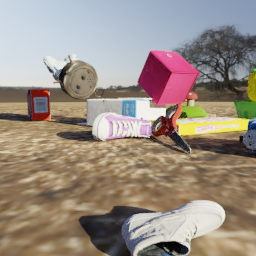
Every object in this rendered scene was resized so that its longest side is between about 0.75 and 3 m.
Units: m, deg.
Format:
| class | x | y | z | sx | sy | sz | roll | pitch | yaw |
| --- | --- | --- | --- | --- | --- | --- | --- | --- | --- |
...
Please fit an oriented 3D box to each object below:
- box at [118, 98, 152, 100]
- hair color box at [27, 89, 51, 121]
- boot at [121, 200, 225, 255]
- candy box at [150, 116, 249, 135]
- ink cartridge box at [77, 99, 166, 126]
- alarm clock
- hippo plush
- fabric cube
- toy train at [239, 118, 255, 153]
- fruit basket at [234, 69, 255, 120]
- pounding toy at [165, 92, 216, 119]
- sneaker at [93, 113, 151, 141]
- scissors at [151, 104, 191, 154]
| class | x | y | z | sx | sy | sz | roll | pitch | yaw |
| --- | --- | --- | --- | --- | --- | --- | --- | --- | --- |
| box | 0.424 | -1.359 | 17.000 | 1.734 | 0.922 | 1.320 | 3 | 8 | 27 |
| hair color box | -4.231 | -1.118 | 13.125 | 0.828 | 1.372 | 2.704 | -4 | 7 | -22 |
| boot | 0.384 | 0.770 | 2.009 | 0.821 | 0.302 | 0.392 | -9 | 15 | -10 |
| candy box | 2.270 | -0.102 | 8.746 | 2.895 | 0.382 | 1.480 | -4 | 10 | -29 |
| ink cartridge box | -0.315 | -0.547 | 9.919 | 2.876 | 0.959 | 1.666 | 6 | 8 | 40 |
| alarm clock | -1.529 | -1.574 | 9.729 | 1.904 | 1.284 | 0.634 | 27 | 4 | -44 |
| hippo plush | -2.358 | -2.333 | 10.182 | 1.084 | 1.074 | 1.348 | -35 | 26 | -11 |
| fabric cube | 1.272 | -1.622 | 9.027 | 1.230 | 1.254 | 1.250 | -6 | 44 | -35 |
| toy train | 2.828 | 0.129 | 5.482 | 1.017 | 0.772 | 1.780 | -6 | 4 | 34 |
| fruit basket | 4.556 | -0.955 | 9.131 | 1.547 | 2.145 | 2.145 | -3 | 8 | -27 |
| pounding toy | 2.692 | -0.993 | 12.661 | 2.033 | 1.222 | 2.634 | 5 | 9 | 34 |
| sneaker | -0.016 | -0.028 | 7.007 | 1.069 | 0.680 | 1.876 | 7 | 10 | 29 |
| scissors | 0.988 | 0.182 | 6.747 | 1.056 | 0.201 | 2.886 | -39 | 17 | 19 |
